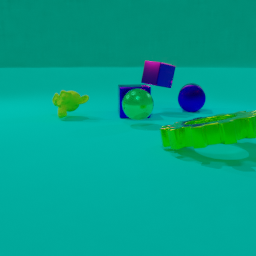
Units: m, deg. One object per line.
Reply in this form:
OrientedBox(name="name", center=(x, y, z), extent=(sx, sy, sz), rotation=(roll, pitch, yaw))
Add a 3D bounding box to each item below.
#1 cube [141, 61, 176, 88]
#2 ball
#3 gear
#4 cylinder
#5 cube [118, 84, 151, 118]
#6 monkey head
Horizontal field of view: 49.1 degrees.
OrientedBox(name="cube", center=(1.019, -1.803, 9.441), extent=(0.763, 0.763, 0.763), rotation=(1, 13, -42))
OrientedBox(name="ball", center=(0.275, -0.642, 7.645), extent=(0.860, 0.860, 0.860), rotation=(0, 13, 0))
OrientedBox(name="gear", center=(1.656, 0.010, 5.567), extent=(1.990, 0.368, 1.990), rotation=(-11, 4, 1))
OrientedBox(name="cylinder", center=(2.273, -1.105, 10.028), extent=(0.948, 0.948, 0.948), rotation=(3, 14, 12))
OrientedBox(name="cube", center=(0.182, -0.882, 9.041), extent=(0.974, 0.974, 0.974), rotation=(-1, 13, -5))
OrientedBox(name="monkey head", center=(-1.866, -0.699, 8.704), extent=(1.302, 0.937, 0.785), rotation=(-17, -21, 29))
